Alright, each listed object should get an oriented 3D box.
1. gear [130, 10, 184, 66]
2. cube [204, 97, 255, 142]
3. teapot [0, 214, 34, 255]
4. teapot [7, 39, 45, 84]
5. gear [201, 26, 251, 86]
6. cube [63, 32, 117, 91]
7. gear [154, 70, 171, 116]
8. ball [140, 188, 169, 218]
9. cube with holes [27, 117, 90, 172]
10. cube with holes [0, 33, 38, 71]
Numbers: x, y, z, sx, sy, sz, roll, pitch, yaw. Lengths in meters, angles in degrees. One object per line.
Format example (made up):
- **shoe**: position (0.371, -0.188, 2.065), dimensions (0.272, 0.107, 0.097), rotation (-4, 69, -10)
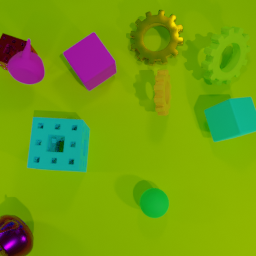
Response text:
- **gear**: position (0.834, -2.599, 8.136), dimensions (1.527, 0.282, 1.527), rotation (1, 93, 12)
- **cube**: position (2.768, -0.224, 7.435), dimensions (0.916, 0.916, 0.916), rotation (-8, 79, -33)
- **teapot**: position (-2.910, 2.704, 6.766), dimensions (1.165, 1.874, 0.918), rotation (35, 43, 15)
- **teapot**: position (-2.571, -1.621, 7.185), dimensions (0.913, 1.468, 0.719), rotation (12, 61, -12)
- **gear**: position (2.696, -1.955, 7.681), dimensions (1.551, 1.551, 0.287), rotation (-42, 42, -7)
- **cube**: position (-0.996, -1.768, 7.635), dimensions (0.995, 0.995, 0.995), rotation (-35, 86, -3)
- **gear**: position (0.919, -0.920, 7.322), dimensions (0.218, 1.180, 1.180), rotation (2, 79, 19)
- **ball**: position (0.679, 1.933, 7.228), dimensions (0.758, 0.758, 0.758), rotation (0, 79, 0)
- **cube with holes**: position (-1.736, 0.480, 7.310), dimensions (1.231, 1.231, 1.231), rotation (3, 80, 1)
- **cube with holes**: position (-3.211, -2.056, 8.006), dimensions (0.792, 0.792, 0.792), rotation (19, 80, 3)
